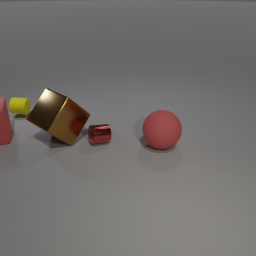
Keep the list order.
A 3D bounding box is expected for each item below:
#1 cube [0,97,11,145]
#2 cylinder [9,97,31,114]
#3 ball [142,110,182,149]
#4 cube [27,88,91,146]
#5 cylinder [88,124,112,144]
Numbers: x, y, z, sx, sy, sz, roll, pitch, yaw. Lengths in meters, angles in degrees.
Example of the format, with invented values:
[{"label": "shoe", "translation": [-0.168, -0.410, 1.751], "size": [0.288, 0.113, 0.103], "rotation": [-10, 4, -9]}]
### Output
[{"label": "cube", "translation": [-5.321, -0.220, 10.638], "size": [1.400, 1.400, 1.400], "rotation": [-9, 30, -16]}, {"label": "cylinder", "translation": [-4.787, -0.981, 12.437], "size": [0.700, 0.700, 0.700], "rotation": [5, 28, 2]}, {"label": "ball", "translation": [1.220, 0.052, 10.021], "size": [1.400, 1.400, 1.400], "rotation": [0, 28, 0]}, {"label": "cube", "translation": [-2.560, -0.410, 10.428], "size": [1.400, 1.400, 1.400], "rotation": [24, 80, 37]}, {"label": "cylinder", "translation": [-1.065, 0.219, 10.473], "size": [0.700, 0.700, 0.700], "rotation": [-5, 27, -27]}]
